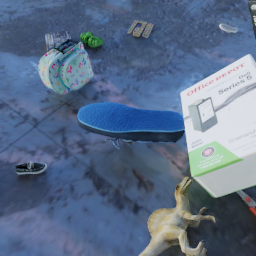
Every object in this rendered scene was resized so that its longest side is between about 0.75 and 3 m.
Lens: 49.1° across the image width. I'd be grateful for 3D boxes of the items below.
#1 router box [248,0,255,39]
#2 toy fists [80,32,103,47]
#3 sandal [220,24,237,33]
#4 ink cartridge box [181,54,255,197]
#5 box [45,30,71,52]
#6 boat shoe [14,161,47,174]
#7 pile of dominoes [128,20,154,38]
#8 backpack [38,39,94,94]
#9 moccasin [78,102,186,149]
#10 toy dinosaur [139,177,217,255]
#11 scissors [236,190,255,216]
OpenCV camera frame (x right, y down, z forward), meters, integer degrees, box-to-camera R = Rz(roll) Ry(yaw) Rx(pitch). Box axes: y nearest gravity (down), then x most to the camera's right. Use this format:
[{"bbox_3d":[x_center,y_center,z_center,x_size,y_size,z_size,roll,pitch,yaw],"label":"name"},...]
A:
[{"bbox_3d":[3.505,-2.234,5.877,0.536,1.292,1.724,-45,40,-11],"label":"router box"},{"bbox_3d":[-1.488,-3.531,11.168,0.999,0.344,0.509,35,59,24],"label":"toy fists"},{"bbox_3d":[4.206,-4.149,11.786,0.784,0.193,0.319,16,67,-3],"label":"sandal"},{"bbox_3d":[2.617,-0.110,6.977,2.158,1.246,2.967,-29,38,28],"label":"ink cartridge box"},{"bbox_3d":[-2.710,-3.337,11.029,0.973,0.297,1.229,-12,52,-10],"label":"box"},{"bbox_3d":[-2.596,1.032,7.461,0.812,0.277,0.300,-3,51,-2],"label":"boat shoe"},{"bbox_3d":[0.560,-4.269,11.870,0.912,0.186,1.170,14,53,12],"label":"pile of dominoes"},{"bbox_3d":[-2.006,-1.912,9.129,1.633,1.449,1.229,-38,52,-23],"label":"backpack"},{"bbox_3d":[0.077,0.081,7.800,2.994,1.021,1.205,10,52,4],"label":"moccasin"},{"bbox_3d":[1.008,2.371,6.216,1.445,0.832,2.858,17,44,33],"label":"toy dinosaur"},{"bbox_3d":[2.996,1.898,6.820,2.327,0.162,0.851,35,61,23],"label":"scissors"}]
